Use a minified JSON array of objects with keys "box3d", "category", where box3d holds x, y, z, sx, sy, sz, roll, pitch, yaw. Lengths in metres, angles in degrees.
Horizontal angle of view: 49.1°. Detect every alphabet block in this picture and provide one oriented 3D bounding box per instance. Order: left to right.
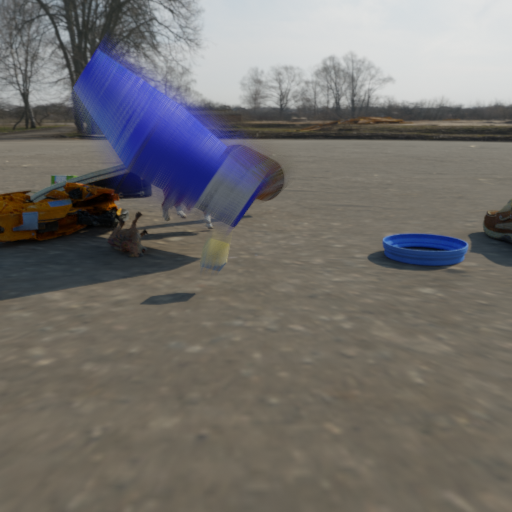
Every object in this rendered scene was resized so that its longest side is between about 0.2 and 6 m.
[{"box3d":[-0.494,-0.009,6.645,0.261,0.266,0.260,17,-32,-18],"category":"alphabet block"}]

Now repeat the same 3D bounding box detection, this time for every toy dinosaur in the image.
[{"box3d":[-2.049,-0.257,8.627,1.033,0.444,0.700,-7,38,43],"category":"toy dinosaur"}]

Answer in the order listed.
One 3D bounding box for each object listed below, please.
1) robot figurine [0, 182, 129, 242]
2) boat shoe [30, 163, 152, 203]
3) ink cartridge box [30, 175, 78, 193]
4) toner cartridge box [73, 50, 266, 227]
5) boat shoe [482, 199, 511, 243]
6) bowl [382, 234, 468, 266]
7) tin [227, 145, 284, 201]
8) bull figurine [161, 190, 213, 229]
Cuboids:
[{"box3d":[-3.632,-0.802,9.895,1.981,0.795,2.732,13,19,37],"category":"robot figurine"},{"box3d":[-3.489,-1.267,11.677,2.846,0.886,1.062,-15,14,5],"category":"boat shoe"},{"box3d":[-4.819,-1.723,13.862,1.244,0.471,0.919,4,2,15],"category":"ink cartridge box"},{"box3d":[-1.616,-2.089,9.296,1.980,0.900,4.169,29,13,-38],"category":"toner cartridge box"},{"box3d":[4.337,-0.568,9.059,0.767,0.749,2.027,-1,14,-2],"category":"boat shoe"},{"box3d":[2.479,-0.097,8.260,1.207,0.237,1.207,0,14,0],"category":"bowl"},{"box3d":[-0.128,-1.702,11.441,1.560,0.874,0.327,22,3,-31],"category":"tin"},{"box3d":[-1.020,-0.987,9.991,1.419,0.862,0.462,9,-17,-20],"category":"bull figurine"}]
